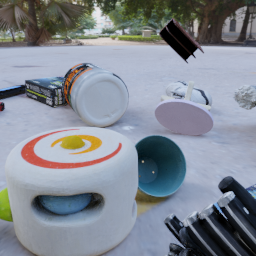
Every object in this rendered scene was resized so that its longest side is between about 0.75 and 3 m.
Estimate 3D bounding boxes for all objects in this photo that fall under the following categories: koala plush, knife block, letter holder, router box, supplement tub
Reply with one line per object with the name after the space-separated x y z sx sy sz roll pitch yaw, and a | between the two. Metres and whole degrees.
4.283 -0.659 6.895 2.644 2.740 2.982 0 8 -2 | koala plush
1.283 1.279 2.010 2.151 1.888 0.688 5 22 14 | knife block
1.623 -2.593 8.526 1.282 0.645 0.911 39 24 -18 | letter holder
-2.880 -1.570 11.576 1.811 0.751 2.417 -18 26 -40 | router box
-1.200 -1.200 9.174 1.692 1.692 2.761 -8 21 -21 | supplement tub

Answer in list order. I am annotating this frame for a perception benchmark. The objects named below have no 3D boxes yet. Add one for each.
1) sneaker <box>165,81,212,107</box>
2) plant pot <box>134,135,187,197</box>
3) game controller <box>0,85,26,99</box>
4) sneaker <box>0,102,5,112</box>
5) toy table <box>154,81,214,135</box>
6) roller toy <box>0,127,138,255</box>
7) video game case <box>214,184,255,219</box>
1.837 -1.180 10.300 1.329 0.869 2.313 -9 25 -30 | sneaker
0.426 0.723 5.110 1.061 1.061 0.715 -7 -13 -19 | plant pot
-5.252 -1.660 12.316 1.061 0.428 2.034 9 21 23 | game controller
-4.680 -0.674 9.693 0.486 0.352 0.996 1 18 1 | sneaker
1.603 -0.483 7.896 1.583 1.455 0.927 24 38 1 | toy table
-0.750 0.769 4.125 1.841 1.410 2.018 16 25 38 | roller toy
2.846 1.469 3.850 2.378 0.300 2.610 -12 24 -31 | video game case
